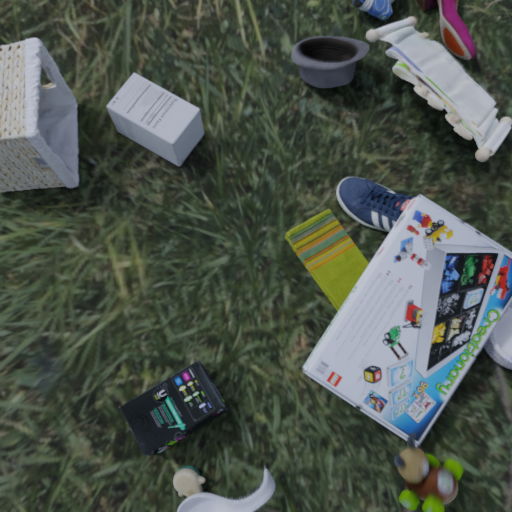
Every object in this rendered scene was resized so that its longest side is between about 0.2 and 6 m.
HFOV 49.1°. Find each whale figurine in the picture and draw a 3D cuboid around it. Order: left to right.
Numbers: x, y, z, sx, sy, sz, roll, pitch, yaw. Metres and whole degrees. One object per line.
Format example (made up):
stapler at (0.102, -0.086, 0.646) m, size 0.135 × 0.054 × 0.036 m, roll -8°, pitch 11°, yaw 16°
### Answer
whale figurine at (-1.174, 4.262, 10.417) m, size 0.630 × 0.411 × 0.792 m, roll -38°, pitch 94°, yaw 15°

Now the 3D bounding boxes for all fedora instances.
fedora at (1.678, -4.404, 12.914) m, size 1.774 × 0.801 × 1.569 m, roll 12°, pitch 47°, yaw 18°

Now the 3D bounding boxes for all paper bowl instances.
paper bowl at (5.154, 1.574, 11.106) m, size 1.378 × 0.717 × 1.378 m, roll 0°, pitch 72°, yaw 0°

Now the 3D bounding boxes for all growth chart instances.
growth chart at (4.089, -3.815, 12.315) m, size 2.851 × 0.349 × 3.940 m, roll -29°, pitch 76°, yaw -43°

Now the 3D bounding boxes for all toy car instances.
toy car at (2.885, 3.735, 9.841) m, size 1.012 × 0.972 × 1.231 m, roll -46°, pitch 113°, yaw -31°

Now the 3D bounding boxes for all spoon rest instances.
spoon rest at (-0.544, 4.462, 9.991) m, size 1.855 × 0.562 × 0.921 m, roll -27°, pitch 102°, yaw 2°

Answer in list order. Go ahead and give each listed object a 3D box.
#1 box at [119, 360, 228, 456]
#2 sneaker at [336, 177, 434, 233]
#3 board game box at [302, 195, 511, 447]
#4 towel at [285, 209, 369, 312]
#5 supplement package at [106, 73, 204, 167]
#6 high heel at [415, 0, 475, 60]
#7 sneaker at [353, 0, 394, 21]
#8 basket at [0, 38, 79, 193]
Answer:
box at (-1.478, 2.840, 10.419) m, size 1.635 × 1.215 × 1.016 m, roll -30°, pitch 74°, yaw -10°
sneaker at (3.001, -0.967, 11.711) m, size 2.804 × 1.185 × 1.051 m, roll 31°, pitch 74°, yaw 10°
board game box at (3.009, 1.195, 10.609) m, size 2.520 × 0.691 × 3.991 m, roll 34°, pitch 89°, yaw 2°
towel at (1.839, 0.341, 11.771) m, size 1.188 × 0.249 × 2.761 m, roll -32°, pitch 75°, yaw -9°
supplement package at (-2.196, -3.006, 12.444) m, size 1.767 × 1.071 × 1.058 m, roll 31°, pitch 74°, yaw 10°
high heel at (4.918, -5.835, 13.474) m, size 1.202 × 0.843 × 2.499 m, roll -25°, pitch 70°, yaw 3°
sneaker at (3.200, -6.835, 13.958) m, size 0.920 × 0.904 × 2.389 m, roll 31°, pitch 71°, yaw -16°
basket at (-4.991, -2.837, 11.746) m, size 1.895 × 2.335 × 2.356 m, roll -6°, pitch 72°, yaw 1°
